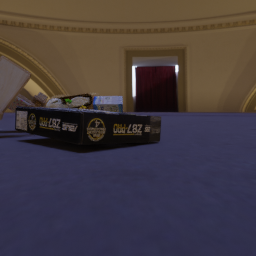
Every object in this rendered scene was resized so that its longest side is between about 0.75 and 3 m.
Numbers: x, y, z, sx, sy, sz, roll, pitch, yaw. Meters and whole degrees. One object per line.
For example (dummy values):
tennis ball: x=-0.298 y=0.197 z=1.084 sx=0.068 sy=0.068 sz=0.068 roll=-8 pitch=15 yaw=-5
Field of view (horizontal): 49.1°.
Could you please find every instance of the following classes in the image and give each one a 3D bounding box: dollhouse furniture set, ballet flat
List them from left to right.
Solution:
dollhouse furniture set: x=-3.280 y=-0.607 z=6.809 sx=2.099 sy=1.202 sz=2.462 roll=34 pitch=-31 yaw=-14
ballet flat: x=-2.517 y=-0.982 z=11.475 sx=2.951 sy=1.013 sz=0.930 roll=-11 pitch=-3 yaw=14

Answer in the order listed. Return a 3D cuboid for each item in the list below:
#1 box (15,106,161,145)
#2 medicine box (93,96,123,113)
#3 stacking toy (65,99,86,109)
box: x=-0.772 y=-0.083 z=5.115 sx=2.174 sy=0.534 sz=1.752 roll=6 pitch=5 yaw=44
medicine box: x=-0.686 y=-0.601 z=9.873 sx=1.019 sy=0.928 sz=0.524 roll=-2 pitch=38 yaw=-2
stacking toy: x=-1.360 y=-0.389 z=7.651 sx=0.205 sy=0.658 sz=0.873 roll=-35 pitch=-27 yaw=19
